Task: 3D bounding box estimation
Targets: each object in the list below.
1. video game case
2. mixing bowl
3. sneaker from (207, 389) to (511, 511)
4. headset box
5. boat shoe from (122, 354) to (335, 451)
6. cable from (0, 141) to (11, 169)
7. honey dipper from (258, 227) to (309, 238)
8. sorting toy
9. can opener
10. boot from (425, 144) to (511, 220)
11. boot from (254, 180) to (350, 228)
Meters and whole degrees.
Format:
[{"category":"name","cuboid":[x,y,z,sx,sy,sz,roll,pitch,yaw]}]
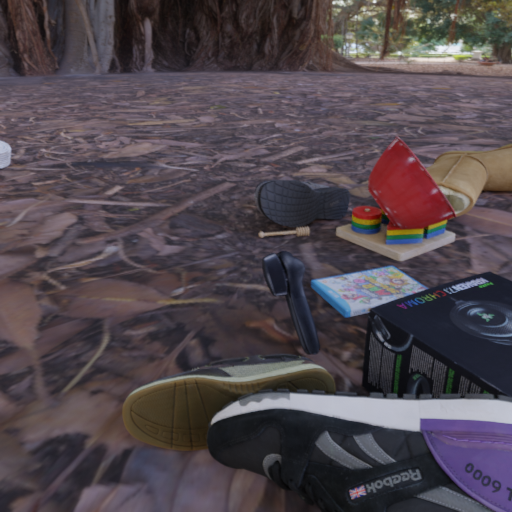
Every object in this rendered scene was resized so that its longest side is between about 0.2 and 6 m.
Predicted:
[{"category":"video game case","cuboid":[1.912,0.563,9.339,1.652,0.147,1.182,-9,25,-20]},{"category":"mixing bowl","cuboid":[2.736,-1.168,10.368,0.997,1.841,1.841,-37,19,14]},{"category":"sneaker","cuboid":[0.830,1.963,4.819,3.085,1.168,1.351,-8,53,27]},{"category":"headset box","cuboid":[2.839,1.329,6.268,2.166,1.154,2.488,-13,26,-27]},{"category":"boat shoe","cuboid":[-0.303,1.580,6.280,2.310,0.845,0.748,-3,11,-11]},{"category":"cable","cuboid":[-8.504,-3.100,17.080,1.901,0.658,1.902,-6,27,-30]},{"category":"honey dipper","cuboid":[0.575,-0.484,11.702,1.075,0.204,0.204,-4,23,-11]},{"category":"sorting toy","cuboid":[2.876,-0.641,11.552,1.743,0.610,1.754,-17,29,-34]},{"category":"can opener","cuboid":[0.535,0.634,7.638,0.587,1.493,0.473,-20,2,-5]},{"category":"boot","cuboid":[5.360,-1.726,13.469,3.288,1.242,3.754,-1,18,32]},{"category":"boot","cuboid":[0.584,-1.290,12.638,2.855,0.996,1.879,2,13,-45]}]
